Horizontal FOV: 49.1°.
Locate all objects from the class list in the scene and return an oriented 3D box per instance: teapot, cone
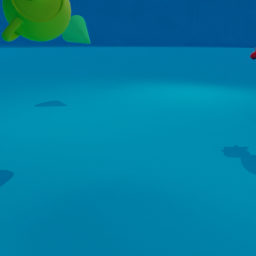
[{"bbox_3d":[-1.692,-2.442,5.391,1.295,2.083,1.020,38,-12,-13],"label":"teapot"},{"bbox_3d":[-1.918,-3.816,11.616,1.205,1.205,1.209,-19,56,-46],"label":"cone"}]

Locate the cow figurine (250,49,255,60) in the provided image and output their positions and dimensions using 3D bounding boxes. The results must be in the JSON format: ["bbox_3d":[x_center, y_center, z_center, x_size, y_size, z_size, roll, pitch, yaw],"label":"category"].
[{"bbox_3d":[3.603,-1.612,6.443,0.823,1.499,1.475,-6,-15,-18],"label":"cow figurine"}]
